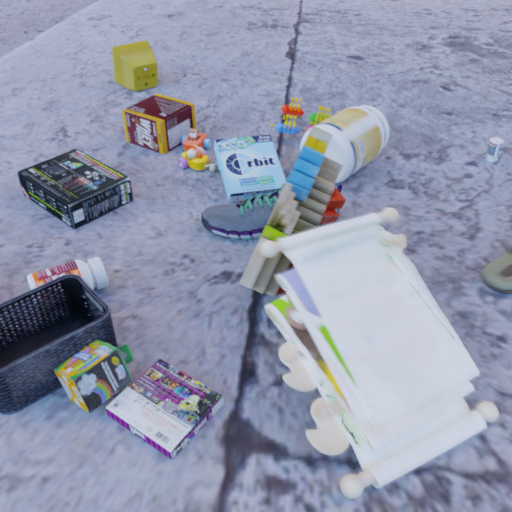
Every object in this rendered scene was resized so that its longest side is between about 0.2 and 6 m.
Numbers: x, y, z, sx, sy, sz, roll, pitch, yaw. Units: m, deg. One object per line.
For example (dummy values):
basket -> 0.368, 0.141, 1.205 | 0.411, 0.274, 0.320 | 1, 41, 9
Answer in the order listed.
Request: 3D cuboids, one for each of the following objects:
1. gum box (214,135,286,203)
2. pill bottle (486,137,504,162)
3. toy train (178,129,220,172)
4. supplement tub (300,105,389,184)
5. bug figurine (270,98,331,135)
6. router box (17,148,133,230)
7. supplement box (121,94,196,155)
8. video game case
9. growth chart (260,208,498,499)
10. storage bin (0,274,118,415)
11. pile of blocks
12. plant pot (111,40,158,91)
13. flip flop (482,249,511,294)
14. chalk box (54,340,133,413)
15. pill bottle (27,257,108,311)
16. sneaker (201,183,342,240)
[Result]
gum box -> -0.142, -2.070, 13.110 | 1.384, 0.363, 1.629 | -9, 62, -14
pill bottle -> 6.051, -2.689, 14.237 | 0.337, 0.564, 0.337 | 0, 38, 0
toy train -> -1.072, -2.751, 14.262 | 2.250, 0.626, 1.690 | 14, 41, 17
supplement tub -> 2.183, -2.747, 13.584 | 1.454, 1.454, 2.009 | 28, 46, 31
bug figurine -> 1.294, -3.754, 15.627 | 1.615, 0.536, 2.083 | 11, 35, 4
router box -> -4.111, -1.580, 12.735 | 2.141, 0.665, 1.604 | 30, 47, 31
supplement box -> -2.586, -3.573, 15.071 | 1.373, 0.924, 1.392 | 22, 43, 25
video game case -> -1.338, 2.209, 8.267 | 1.296, 0.232, 1.175 | 23, 44, 26
growth chart -> 1.678, 1.134, 8.509 | 3.083, 0.378, 4.261 | -11, 60, -17
storage bin -> -3.385, 1.328, 8.824 | 2.035, 0.954, 1.375 | -29, 47, -30
pile of blocks -> 0.954, -0.831, 10.239 | 1.193, 1.576, 3.840 | 25, 68, -1
plant pot -> -3.793, -6.015, 18.031 | 1.250, 1.250, 1.103 | -23, 53, -27
flip flop -> 5.313, -0.149, 10.779 | 2.534, 0.729, 1.027 | -28, 38, -25
chalk box -> -2.339, 1.720, 8.415 | 0.643, 0.648, 1.038 | 9, 34, 44
pill bottle -> -3.382, 0.478, 10.101 | 1.277, 0.700, 0.700 | -19, 42, -23
sneaker -> 0.311, -1.084, 11.608 | 2.935, 1.285, 1.092 | 2, 38, 2
